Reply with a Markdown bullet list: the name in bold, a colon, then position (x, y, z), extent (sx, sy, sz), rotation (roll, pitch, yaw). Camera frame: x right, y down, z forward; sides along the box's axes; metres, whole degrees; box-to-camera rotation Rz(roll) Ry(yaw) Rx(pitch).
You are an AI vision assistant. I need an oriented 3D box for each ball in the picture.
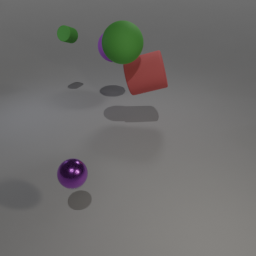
- **ball**: position (-0.181, -2.851, 9.373), extent (1.400, 1.400, 1.400), rotation (0, 30, 0)
- **ball**: position (-0.646, -3.655, 12.487), extent (1.400, 1.400, 1.400), rotation (0, 30, 0)
- **ball**: position (-1.279, 1.051, 6.460), extent (0.700, 0.700, 0.700), rotation (0, 30, 0)

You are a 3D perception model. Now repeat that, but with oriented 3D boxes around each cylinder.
- **cylinder**: position (-2.753, -4.269, 12.787), extent (0.700, 0.700, 0.700), rotation (12, 13, 19)
- **cylinder**: position (0.677, -2.061, 10.563), extent (1.400, 1.400, 1.400), rotation (-12, 29, 12)
